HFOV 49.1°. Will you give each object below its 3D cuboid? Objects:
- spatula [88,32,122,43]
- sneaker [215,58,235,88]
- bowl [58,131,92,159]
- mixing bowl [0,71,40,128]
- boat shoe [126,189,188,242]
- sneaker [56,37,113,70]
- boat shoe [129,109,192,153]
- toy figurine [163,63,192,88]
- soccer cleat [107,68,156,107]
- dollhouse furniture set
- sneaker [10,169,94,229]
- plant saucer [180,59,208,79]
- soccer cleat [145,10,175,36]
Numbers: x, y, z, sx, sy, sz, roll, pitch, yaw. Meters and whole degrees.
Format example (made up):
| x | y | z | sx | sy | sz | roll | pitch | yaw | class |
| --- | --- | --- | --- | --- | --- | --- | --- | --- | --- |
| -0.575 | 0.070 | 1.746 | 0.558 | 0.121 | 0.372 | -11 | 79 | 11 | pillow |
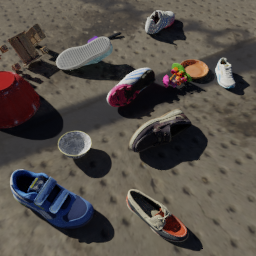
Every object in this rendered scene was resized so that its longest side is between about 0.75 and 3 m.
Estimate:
| x | y | z | sx | sy | sz | roll | pitch | yaw | class |
| --- | --- | --- | --- | --- | --- | --- | --- | --- | --- |
| -1.185 | -4.672 | 14.508 | 1.882 | 0.193 | 0.532 | -21 | 52 | -17 | spatula |
| 4.255 | -2.380 | 12.231 | 0.622 | 0.657 | 1.627 | -4 | 50 | -5 | sneaker |
| -1.813 | 0.680 | 9.652 | 1.124 | 0.527 | 1.124 | 3 | 46 | -3 | bowl |
| -4.831 | -1.330 | 10.896 | 2.463 | 1.334 | 2.463 | -1 | 49 | 1 | mixing bowl |
| 0.821 | 2.485 | 8.051 | 2.058 | 0.644 | 0.732 | 31 | 54 | 22 | boat shoe |
| -1.915 | -3.222 | 12.917 | 2.699 | 1.106 | 0.997 | -16 | 76 | 10 | sneaker |
| 1.209 | 0.160 | 9.881 | 2.603 | 0.936 | 0.844 | -28 | 50 | -29 | boat shoe |
| 1.996 | -2.073 | 12.004 | 1.097 | 0.824 | 1.010 | 41 | 71 | 17 | toy figurine |
| 0.024 | -1.696 | 11.652 | 2.507 | 0.876 | 1.082 | -36 | 33 | -22 | soccer cleat |
| -5.069 | -3.550 | 13.080 | 1.178 | 1.379 | 2.660 | -6 | 33 | 52 | dollhouse furniture set |
| -2.295 | 2.022 | 8.131 | 2.749 | 1.131 | 1.016 | 18 | 49 | 13 | sneaker |
| 2.972 | -2.644 | 12.731 | 1.303 | 0.244 | 1.303 | 0 | 50 | 0 | plant saucer |
| 1.813 | -5.862 | 14.950 | 0.872 | 1.078 | 2.497 | 28 | 54 | 22 | soccer cleat |
